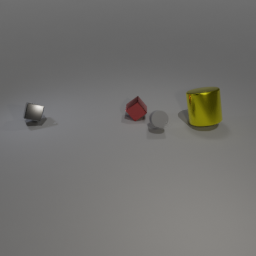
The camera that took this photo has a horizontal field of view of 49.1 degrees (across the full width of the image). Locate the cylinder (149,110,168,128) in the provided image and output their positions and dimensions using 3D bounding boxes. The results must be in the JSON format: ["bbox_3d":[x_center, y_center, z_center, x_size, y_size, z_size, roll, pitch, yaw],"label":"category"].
[{"bbox_3d":[1.263,-0.382,11.571,0.700,0.700,0.700,-2,4,-3],"label":"cylinder"}]

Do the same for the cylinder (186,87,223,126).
[{"bbox_3d":[3.249,-0.936,11.949,1.400,1.400,1.400,-10,16,3],"label":"cylinder"}]

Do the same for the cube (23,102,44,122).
[{"bbox_3d":[-4.115,-0.691,12.176,0.700,0.700,0.700,12,0,-25],"label":"cube"}]

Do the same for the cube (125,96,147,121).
[{"bbox_3d":[0.383,-0.875,12.617,0.700,0.700,0.700,-34,22,21],"label":"cube"}]
